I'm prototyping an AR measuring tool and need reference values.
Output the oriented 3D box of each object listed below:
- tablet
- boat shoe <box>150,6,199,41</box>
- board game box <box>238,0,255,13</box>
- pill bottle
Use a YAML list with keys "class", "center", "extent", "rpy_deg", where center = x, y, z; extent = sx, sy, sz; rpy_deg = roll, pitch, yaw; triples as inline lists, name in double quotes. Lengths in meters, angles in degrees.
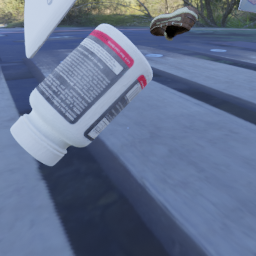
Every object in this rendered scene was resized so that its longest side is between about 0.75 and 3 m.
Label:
- class: "tablet"
  center: [-1.186, -2.306, 4.535]
  extent: [0.156, 1.490, 2.290]
  rpy_deg: [9, -27, -40]
- class: "boat shoe"
  center: [1.347, -3.321, 9.296]
  extent: [0.797, 0.799, 2.159]
  rpy_deg: [21, -7, -26]
- class: "board game box"
  center: [3.298, -2.922, 5.147]
  extent: [1.964, 1.959, 0.404]
  rpy_deg: [17, 66, 13]
- class: "pill bottle"
  center: [-0.489, -0.306, 2.916]
  extent: [1.422, 0.787, 0.787]
  rpy_deg: [-46, 34, -3]
